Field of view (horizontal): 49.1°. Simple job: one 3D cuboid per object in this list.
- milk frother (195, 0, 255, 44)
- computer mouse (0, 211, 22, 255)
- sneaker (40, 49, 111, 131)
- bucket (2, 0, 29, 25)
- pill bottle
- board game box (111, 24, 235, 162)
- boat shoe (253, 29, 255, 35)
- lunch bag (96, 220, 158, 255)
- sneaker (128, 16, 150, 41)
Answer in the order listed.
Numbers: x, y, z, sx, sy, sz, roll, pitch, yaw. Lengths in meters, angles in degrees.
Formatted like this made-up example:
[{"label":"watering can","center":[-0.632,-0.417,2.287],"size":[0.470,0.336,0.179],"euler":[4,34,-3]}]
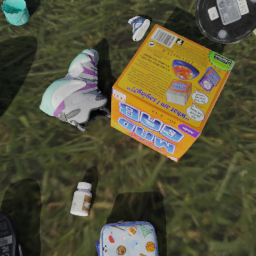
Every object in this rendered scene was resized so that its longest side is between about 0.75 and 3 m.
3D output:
[{"label":"milk frother","center":[2.966,-3.158,6.641],"size":[2.421,2.277,2.185],"euler":[2,107,20]},{"label":"computer mouse","center":[-3.267,3.478,6.351],"size":[1.981,0.649,2.821],"euler":[-19,73,-7]},{"label":"sneaker","center":[-1.062,-1.020,8.365],"size":[1.989,1.105,2.843],"euler":[33,54,-6]},{"label":"bucket","center":[-3.996,-4.164,10.017],"size":[0.890,0.579,0.890],"euler":[0,64,0]},{"label":"pill bottle","center":[-1.174,1.821,7.198],"size":[0.447,0.447,0.781],"euler":[7,65,3]},{"label":"board game box","center":[1.033,-0.819,7.415],"size":[2.192,2.191,2.190],"euler":[29,68,8]},{"label":"boat shoe","center":[4.600,-3.651,9.822],"size":[1.516,0.475,0.556],"euler":[41,71,18]},{"label":"lunch bag","center":[-0.006,3.050,6.494],"size":[1.438,0.678,1.795],"euler":[-4,65,0]},{"label":"sneaker","center":[0.250,-3.519,9.858],"size":[0.708,0.389,0.967],"euler":[27,75,26]}]
